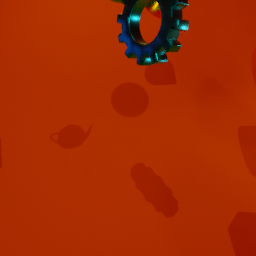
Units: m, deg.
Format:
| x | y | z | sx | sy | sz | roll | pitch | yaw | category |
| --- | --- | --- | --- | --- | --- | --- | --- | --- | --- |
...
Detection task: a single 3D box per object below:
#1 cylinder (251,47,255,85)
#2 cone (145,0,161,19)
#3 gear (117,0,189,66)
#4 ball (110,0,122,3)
| x | y | z | sx | sy | sz | roll | pitch | yaw | category |
| --- | --- | --- | --- | --- | --- | --- | --- | --- | --- |
| 3.821 | -1.420 | 6.475 | 1.399 | 1.399 | 1.399 | -14 | 61 | 7 | cylinder |
| 1.111 | -3.779 | 7.634 | 1.117 | 1.121 | 1.117 | 12 | 60 | -21 | cone |
| 0.382 | -1.871 | 4.935 | 0.276 | 1.492 | 1.492 | -12 | 57 | -40 | gear |
| -0.180 | -3.662 | 6.787 | 1.177 | 1.177 | 1.177 | 0 | 61 | 0 | ball |
